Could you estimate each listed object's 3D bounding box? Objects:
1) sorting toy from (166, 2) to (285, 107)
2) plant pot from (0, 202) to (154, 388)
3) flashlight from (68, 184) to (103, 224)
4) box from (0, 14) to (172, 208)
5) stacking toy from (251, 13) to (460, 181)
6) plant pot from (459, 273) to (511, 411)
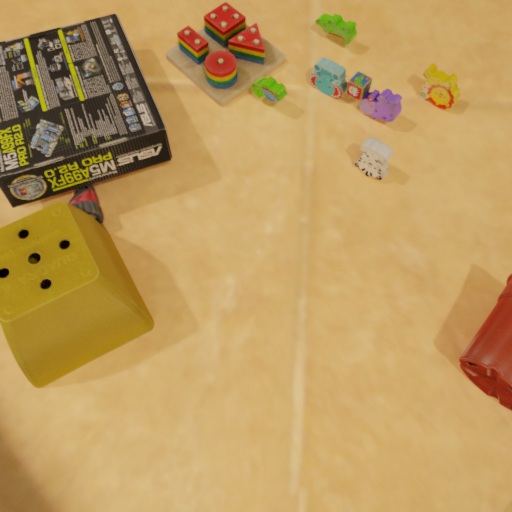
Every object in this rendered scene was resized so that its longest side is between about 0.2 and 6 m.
[{"bbox_3d":[-0.648,-4.344,11.770,1.857,0.646,1.846,-40,71,-17],"label":"sorting toy"},{"bbox_3d":[-3.153,0.430,8.798,2.173,1.917,2.174,-27,67,-13],"label":"plant pot"},{"bbox_3d":[-3.341,-1.318,10.365,0.627,0.624,1.844,-41,59,26],"label":"flashlight"},{"bbox_3d":[-3.536,-2.898,10.569,2.966,0.820,3.702,-20,58,-10],"label":"box"},{"bbox_3d":[1.963,-3.305,11.271,3.448,0.810,2.600,36,68,18],"label":"stacking toy"},{"bbox_3d":[4.124,1.401,8.575,1.698,1.698,1.652,41,78,17],"label":"plant pot"}]
